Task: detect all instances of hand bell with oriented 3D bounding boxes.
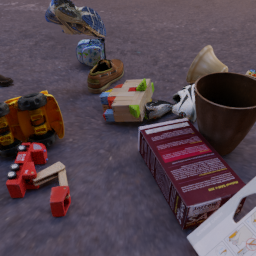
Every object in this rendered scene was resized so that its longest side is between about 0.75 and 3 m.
[{"bbox_3d":[3.731,-1.544,9.898,2.964,1.543,1.543,37,49,21],"label":"hand bell"}]

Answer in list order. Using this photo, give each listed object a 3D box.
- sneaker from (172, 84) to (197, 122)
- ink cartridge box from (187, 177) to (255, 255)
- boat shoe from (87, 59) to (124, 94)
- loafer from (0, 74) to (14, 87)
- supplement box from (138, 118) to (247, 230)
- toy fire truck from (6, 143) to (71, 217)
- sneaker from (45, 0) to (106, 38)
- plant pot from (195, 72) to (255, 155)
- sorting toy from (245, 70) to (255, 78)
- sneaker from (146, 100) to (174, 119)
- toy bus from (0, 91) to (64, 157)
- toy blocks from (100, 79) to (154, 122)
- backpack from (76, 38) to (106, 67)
[{"bbox_3d":[2.038,-1.109,9.356,0.973,0.814,2.198,15,39,15],"label":"sneaker"},{"bbox_3d":[2.572,1.903,4.493,2.635,0.574,2.287,-43,32,4],"label":"ink cartridge box"},{"bbox_3d":[-0.770,-2.239,10.827,0.881,0.833,2.449,12,39,15],"label":"boat shoe"},{"bbox_3d":[-4.971,-1.875,10.688,1.192,0.425,0.435,6,38,7],"label":"loafer"},{"bbox_3d":[1.363,0.908,6.688,1.467,0.821,2.696,-11,38,-15],"label":"supplement box"},{"bbox_3d":[-2.042,1.117,6.682,1.460,0.505,2.071,-1,36,-2],"label":"toy fire truck"},{"bbox_3d":[-1.693,-3.479,9.183,2.244,0.956,0.864,13,64,-46],"label":"sneaker"},{"bbox_3d":[2.513,-0.247,7.345,1.723,1.844,1.723,-1,39,1],"label":"plant pot"},{"bbox_3d":[5.072,-2.205,11.376,0.508,0.123,0.902,22,43,26],"label":"sorting toy"},{"bbox_3d":[1.020,-0.595,9.009,1.315,0.521,0.486,-12,27,-43],"label":"sneaker"},{"bbox_3d":[-3.064,-0.323,8.005,2.101,1.426,2.017,-17,27,-17],"label":"toy bus"},{"bbox_3d":[-0.153,-0.911,9.071,1.568,1.146,2.293,-1,35,18],"label":"toy blocks"},{"bbox_3d":[-1.580,-3.175,11.847,1.201,1.099,0.883,2,41,3],"label":"backpack"}]
